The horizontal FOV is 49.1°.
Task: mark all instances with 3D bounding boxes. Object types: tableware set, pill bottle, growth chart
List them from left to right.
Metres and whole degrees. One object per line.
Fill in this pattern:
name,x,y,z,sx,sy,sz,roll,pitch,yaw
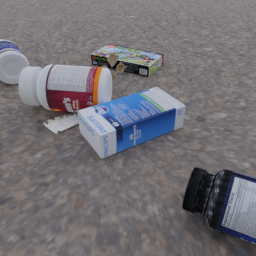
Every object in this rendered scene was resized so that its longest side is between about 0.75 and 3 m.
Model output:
pill bottle,-4.735,-2.707,10.992,1.254,1.254,2.258,-18,40,-24
growth chart,-1.900,-0.168,8.454,1.128,0.100,0.816,-23,41,-29
pill bottle,-1.892,-1.230,8.769,2.630,1.441,1.441,4,36,6
tableware set,-0.556,-2.079,9.907,1.022,0.854,0.119,-51,40,1
pill bottle,2.154,1.465,5.274,2.078,1.162,1.162,16,39,22

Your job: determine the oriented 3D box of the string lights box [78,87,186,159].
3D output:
string lights box,0.118,-0.261,7.970,2.719,0.802,1.397,-20,40,-25

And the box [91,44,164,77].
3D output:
box,-0.036,-2.938,11.979,2.741,0.476,1.508,17,39,22
